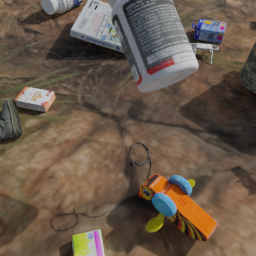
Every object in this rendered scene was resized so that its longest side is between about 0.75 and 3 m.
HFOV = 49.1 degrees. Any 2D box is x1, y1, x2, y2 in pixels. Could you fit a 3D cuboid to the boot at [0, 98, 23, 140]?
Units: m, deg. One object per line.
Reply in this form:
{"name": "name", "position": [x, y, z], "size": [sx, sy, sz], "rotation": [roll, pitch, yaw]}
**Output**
{"name": "boot", "position": [-3.763, -0.059, 7.479], "size": [1.634, 0.593, 1.485], "rotation": [-21, 48, -9]}

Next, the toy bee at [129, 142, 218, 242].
{"name": "toy bee", "position": [0.787, 1.371, 5.876], "size": [1.443, 1.198, 2.204], "rotation": [-17, 74, -26]}

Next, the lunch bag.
{"name": "lunch bag", "position": [5.116, -1.784, 8.148], "size": [2.384, 1.981, 2.842], "rotation": [-24, 50, -38]}

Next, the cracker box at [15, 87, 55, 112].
{"name": "cracker box", "position": [-2.753, -0.860, 8.332], "size": [0.973, 0.281, 0.652], "rotation": [11, 48, 10]}

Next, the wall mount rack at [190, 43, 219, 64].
{"name": "wall mount rack", "position": [2.677, -2.692, 9.990], "size": [1.041, 0.388, 0.905], "rotation": [7, 44, 7]}

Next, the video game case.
{"name": "video game case", "position": [-0.625, -3.940, 10.763], "size": [2.502, 0.302, 2.745], "rotation": [17, 47, -5]}

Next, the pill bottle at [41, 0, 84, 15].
{"name": "pill bottle", "position": [-2.849, -5.692, 12.278], "size": [1.046, 1.046, 1.885], "rotation": [27, 52, 23]}

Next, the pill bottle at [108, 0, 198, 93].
{"name": "pill bottle", "position": [0.360, -1.677, 4.793], "size": [1.085, 1.085, 1.906], "rotation": [-20, 87, -17]}

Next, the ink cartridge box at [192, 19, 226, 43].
{"name": "ink cartridge box", "position": [3.114, -3.805, 10.934], "size": [1.268, 0.484, 0.865], "rotation": [13, 48, 14]}

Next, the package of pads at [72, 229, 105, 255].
{"name": "package of pads", "position": [-0.755, 2.384, 5.348], "size": [0.588, 0.260, 0.762], "rotation": [-10, 48, -9]}
